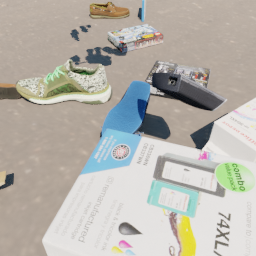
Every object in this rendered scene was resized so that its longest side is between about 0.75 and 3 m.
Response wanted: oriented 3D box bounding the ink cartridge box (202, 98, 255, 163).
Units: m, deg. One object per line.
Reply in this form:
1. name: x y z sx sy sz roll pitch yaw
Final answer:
1. ink cartridge box: 2.658 0.324 6.204 1.811 1.134 1.164 -26 48 -28

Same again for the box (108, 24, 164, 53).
1. box: 0.299 -3.647 11.289 1.880 0.375 1.287 -19 45 -20

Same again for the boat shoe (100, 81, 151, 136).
1. boat shoe: 0.090 -0.244 7.143 1.018 0.831 2.420 24 47 13

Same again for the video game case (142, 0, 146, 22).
1. video game case: 0.759 -5.736 13.225 0.119 0.955 1.335 4 42 5

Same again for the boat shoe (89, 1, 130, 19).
1. boat shoe: -0.856 -5.615 13.308 1.947 0.662 0.700 -7 42 -8

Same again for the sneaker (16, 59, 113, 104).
1. sneaker: -1.851 -1.464 8.129 2.806 1.243 1.079 -1 41 -3

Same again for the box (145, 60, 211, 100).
1. box: 1.560 -1.472 8.757 1.839 0.458 1.451 12 43 14

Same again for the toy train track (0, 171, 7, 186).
1. toy train track: -3.330 0.994 6.031 1.687 0.479 2.942 -15 37 -6

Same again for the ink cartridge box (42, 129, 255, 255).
1. ink cartridge box: 0.644 1.609 4.075 2.734 1.996 2.005 12 44 14

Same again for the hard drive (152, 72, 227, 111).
1. hard drive: 0.983 -0.665 5.018 0.995 0.312 1.475 24 6 -16

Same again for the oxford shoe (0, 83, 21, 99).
1. oxford shoe: -3.858 -1.144 8.451 1.389 0.496 0.495 5 27 -7
